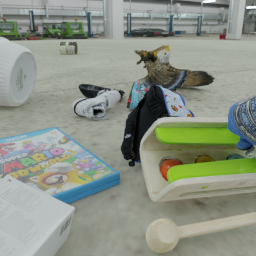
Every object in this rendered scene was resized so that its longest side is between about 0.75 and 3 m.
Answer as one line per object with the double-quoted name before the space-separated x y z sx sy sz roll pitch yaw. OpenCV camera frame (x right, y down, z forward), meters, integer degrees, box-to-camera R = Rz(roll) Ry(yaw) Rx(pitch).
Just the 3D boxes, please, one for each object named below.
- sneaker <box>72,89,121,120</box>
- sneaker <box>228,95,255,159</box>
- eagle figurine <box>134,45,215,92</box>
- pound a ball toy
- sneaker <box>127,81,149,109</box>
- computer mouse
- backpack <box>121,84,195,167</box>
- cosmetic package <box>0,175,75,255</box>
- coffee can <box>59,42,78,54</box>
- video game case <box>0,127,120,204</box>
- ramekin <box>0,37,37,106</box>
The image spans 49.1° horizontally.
"sneaker" -0.738 -0.667 8.309 1.677 0.630 0.964 -21 29 -33
"sneaker" 2.054 0.063 3.799 1.002 0.906 2.353 -9 -25 39
"eagle figurine" 1.559 -2.212 11.236 2.276 2.263 2.999 -41 64 1
"pound a ball toy" 1.212 0.788 4.094 2.512 1.067 1.638 -1 61 -20
"sneaker" 0.483 -0.971 9.238 0.888 0.737 1.859 16 27 0
"computer mouse" -0.988 -1.195 10.046 1.656 0.436 1.147 12 22 2
"backpack" 0.632 -0.083 5.346 1.113 1.445 1.376 19 44 -30
"cosmetic package" -1.557 1.424 2.506 1.015 0.622 2.458 24 26 11
"coffee can" -5.085 -6.831 23.918 1.397 1.023 1.023 0 21 0
"video game case" -1.722 0.663 5.282 1.977 0.246 2.763 -15 25 -33
"ramekin" -3.800 -1.707 8.985 1.043 2.240 2.240 13 22 4
